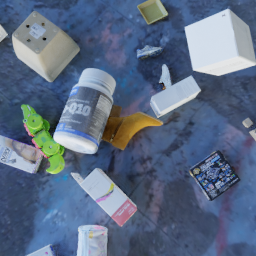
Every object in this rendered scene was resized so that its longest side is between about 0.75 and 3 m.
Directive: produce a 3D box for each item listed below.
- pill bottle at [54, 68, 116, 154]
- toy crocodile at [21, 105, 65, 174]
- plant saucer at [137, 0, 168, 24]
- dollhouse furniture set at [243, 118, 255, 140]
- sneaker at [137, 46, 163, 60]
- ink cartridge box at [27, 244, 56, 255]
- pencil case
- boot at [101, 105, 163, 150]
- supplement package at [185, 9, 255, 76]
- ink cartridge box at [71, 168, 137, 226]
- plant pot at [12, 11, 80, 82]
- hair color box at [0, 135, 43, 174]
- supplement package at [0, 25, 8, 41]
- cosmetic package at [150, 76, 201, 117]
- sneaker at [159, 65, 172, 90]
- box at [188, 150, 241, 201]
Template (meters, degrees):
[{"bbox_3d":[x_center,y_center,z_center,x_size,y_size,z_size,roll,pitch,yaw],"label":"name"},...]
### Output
[{"bbox_3d":[-1.521,-0.653,10.534,1.655,1.655,2.909,15,70,3],"label":"pill bottle"},{"bbox_3d":[-3.304,0.372,10.778,0.914,1.000,2.961,-33,81,-5],"label":"toy crocodile"},{"bbox_3d":[1.063,-5.047,12.159,1.014,0.246,1.014,-27,80,-5],"label":"plant saucer"},{"bbox_3d":[6.064,0.027,10.780,1.978,1.133,2.320,-36,82,-7],"label":"dollhouse furniture set"},{"bbox_3d":[0.905,-3.273,11.746,1.161,0.447,0.494,-16,76,-3],"label":"sneaker"},{"bbox_3d":[-3.338,5.549,10.146,1.912,0.414,1.877,-25,81,-6],"label":"ink cartridge box"},{"bbox_3d":[-1.355,4.757,9.901,1.066,1.163,2.564,-5,75,37],"label":"pencil case"},{"bbox_3d":[0.112,0.123,11.020,2.250,0.792,1.611,17,86,7],"label":"boot"},{"bbox_3d":[3.028,-2.608,8.985,1.397,2.332,1.414,-12,87,36],"label":"supplement package"},{"bbox_3d":[-0.840,2.279,10.199,2.507,1.460,0.846,44,83,7],"label":"ink cartridge box"},{"bbox_3d":[-3.381,-3.350,11.099,1.948,1.727,1.950,37,82,6],"label":"plant pot"},{"bbox_3d":[-4.274,1.027,10.889,1.768,0.573,0.966,19,79,2],"label":"hair color box"},{"bbox_3d":[-6.029,-4.293,11.680,1.523,0.912,0.923,42,82,7],"label":"supplement package"},{"bbox_3d":[1.823,-1.218,11.072,1.818,1.026,0.738,-30,81,-4],"label":"cosmetic package"},{"bbox_3d":[1.480,-2.090,11.539,0.454,0.391,1.073,-10,81,-4],"label":"sneaker"},{"bbox_3d":[3.337,1.820,10.846,1.450,0.360,1.439,-34,81,-6],"label":"box"}]
